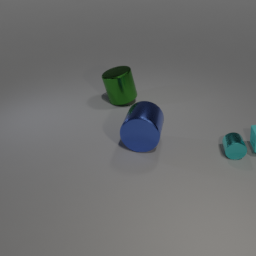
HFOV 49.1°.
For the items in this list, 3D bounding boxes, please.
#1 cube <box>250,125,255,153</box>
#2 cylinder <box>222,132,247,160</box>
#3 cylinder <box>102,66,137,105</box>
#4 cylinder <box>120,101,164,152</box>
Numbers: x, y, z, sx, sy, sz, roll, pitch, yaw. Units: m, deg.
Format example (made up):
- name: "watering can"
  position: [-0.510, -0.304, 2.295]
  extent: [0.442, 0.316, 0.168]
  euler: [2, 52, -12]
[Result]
- name: "cube"
  position: [4.619, 0.347, 9.538]
  extent: [0.700, 0.700, 0.700]
  euler: [-4, 30, 11]
- name: "cylinder"
  position: [3.651, 0.617, 9.623]
  extent: [0.700, 0.700, 0.700]
  euler: [4, 30, 6]
- name: "cylinder"
  position: [-0.385, -2.012, 13.207]
  extent: [1.400, 1.400, 1.400]
  euler: [-12, 32, 8]
- name: "cylinder"
  position: [0.531, -0.070, 10.101]
  extent: [1.400, 1.400, 1.400]
  euler: [6, 31, 10]
